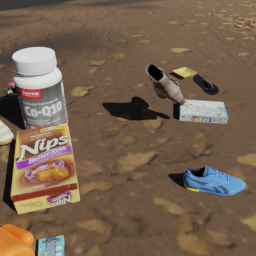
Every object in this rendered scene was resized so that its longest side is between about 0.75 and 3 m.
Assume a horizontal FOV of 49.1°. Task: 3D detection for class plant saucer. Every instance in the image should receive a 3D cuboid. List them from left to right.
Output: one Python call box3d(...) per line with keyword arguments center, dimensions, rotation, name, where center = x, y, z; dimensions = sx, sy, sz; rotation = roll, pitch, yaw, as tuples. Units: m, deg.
box3d(center=(2.990, -2.882, 14.823), dimensions=(0.937, 0.227, 0.937), rotation=(-21, 40, -26), name="plant saucer")

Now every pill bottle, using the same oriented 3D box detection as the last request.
box3d(center=(-3.190, -1.301, 10.253), dimensions=(1.658, 2.911, 1.658), rotation=(0, 35, 0), name="pill bottle")

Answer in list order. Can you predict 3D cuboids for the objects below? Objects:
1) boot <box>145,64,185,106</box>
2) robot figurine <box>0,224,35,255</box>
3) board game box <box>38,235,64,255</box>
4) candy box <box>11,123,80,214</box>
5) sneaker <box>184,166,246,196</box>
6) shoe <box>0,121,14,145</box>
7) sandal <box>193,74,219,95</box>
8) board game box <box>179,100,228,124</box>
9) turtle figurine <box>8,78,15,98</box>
box3d(center=(1.214, -1.739, 10.403), dimensions=(0.822, 1.711, 2.341), rotation=(-48, 39, 4), name="boot")
box3d(center=(-3.071, 2.760, 5.672), dimensions=(2.839, 1.655, 2.042), rotation=(19, 58, 23), name="robot figurine")
box3d(center=(-1.807, 2.968, 6.598), dimensions=(0.591, 0.184, 0.782), rotation=(-6, 36, -9), name="board game box")
box3d(center=(-2.561, 1.081, 8.709), dimensions=(1.745, 0.844, 2.991), rotation=(-10, 35, -12), name="candy box")
box3d(center=(2.565, 1.508, 8.223), dimensions=(1.832, 0.718, 0.604), rotation=(5, 34, 5), name="sneaker")
box3d(center=(-5.277, -0.052, 10.426), dimensions=(2.550, 0.681, 0.892), rotation=(20, 40, 26), name="shoe")
box3d(center=(2.665, -1.474, 9.649), dimensions=(1.017, 0.387, 0.218), rotation=(36, 4, 12), name="sandal")
box3d(center=(3.085, -0.706, 11.665), dimensions=(1.860, 0.318, 1.250), rotation=(5, 36, 7), name="board game box")
box3d(center=(-5.087, -2.061, 13.215), dimensions=(1.258, 0.846, 1.680), rotation=(-13, 32, -18), name="turtle figurine")
